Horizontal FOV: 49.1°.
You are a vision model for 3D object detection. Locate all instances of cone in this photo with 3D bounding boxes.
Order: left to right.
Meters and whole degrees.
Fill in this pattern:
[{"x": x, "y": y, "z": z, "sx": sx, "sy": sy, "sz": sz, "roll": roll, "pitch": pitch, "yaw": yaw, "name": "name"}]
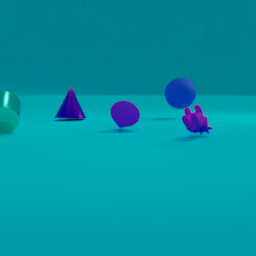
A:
[{"x": -2.298, "y": -1.030, "z": 11.266, "sx": 1.262, "sy": 1.267, "sz": 1.262, "roll": 1, "pitch": 1, "yaw": 0, "name": "cone"}, {"x": -0.169, "y": -0.213, "z": 8.297, "sx": 0.865, "sy": 0.865, "sz": 0.869, "roll": -2, "pitch": -28, "yaw": -15, "name": "cone"}]

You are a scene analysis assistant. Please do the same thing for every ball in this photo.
[{"x": 2.194, "y": -1.446, "z": 11.744, "sx": 1.301, "sy": 1.301, "sz": 1.301, "roll": 0, "pitch": 7, "yaw": 0, "name": "ball"}]

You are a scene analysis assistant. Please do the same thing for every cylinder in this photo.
[{"x": -3.410, "y": -0.449, "z": 7.672, "sx": 0.862, "sy": 0.862, "sz": 0.862, "roll": -2, "pitch": 38, "yaw": -17, "name": "cylinder"}]

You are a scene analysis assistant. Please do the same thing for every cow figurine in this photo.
[{"x": 1.693, "y": -0.102, "z": 6.861, "sx": 0.511, "sy": 0.915, "sz": 0.930, "roll": -15, "pitch": 23, "yaw": 31, "name": "cow figurine"}]
